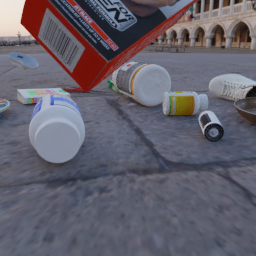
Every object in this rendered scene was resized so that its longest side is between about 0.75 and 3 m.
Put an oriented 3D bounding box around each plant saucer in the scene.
[{"bbox_3d":[4.683,-0.407,8.260,2.975,0.477,2.975,0,17,0],"label":"plant saucer"}]

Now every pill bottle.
[{"bbox_3d":[-1.517,-0.020,6.016,1.120,1.120,1.999,-4,19,-13],"label":"pill bottle"},{"bbox_3d":[1.825,-0.790,8.975,1.333,0.741,0.741,-1,18,-3],"label":"pill bottle"},{"bbox_3d":[0.409,-1.820,10.937,1.514,1.514,2.603,-8,20,-22],"label":"pill bottle"}]

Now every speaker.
[{"bbox_3d":[2.120,-0.070,7.203,0.489,0.489,1.203,2,19,7],"label":"speaker"}]

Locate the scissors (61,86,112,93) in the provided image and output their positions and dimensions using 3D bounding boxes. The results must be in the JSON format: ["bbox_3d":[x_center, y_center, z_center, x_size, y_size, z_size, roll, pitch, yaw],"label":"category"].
[{"bbox_3d":[-1.978,-1.662,12.696,2.670,0.186,0.977,16,21,37],"label":"scissors"}]

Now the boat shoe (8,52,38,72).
[{"bbox_3d":[-2.792,-1.701,7.559,0.979,0.417,0.362,21,53,19],"label":"boat shoe"}]

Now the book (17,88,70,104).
[{"bbox_3d":[-3.334,-1.254,11.102,1.776,0.427,1.186,-9,23,-32],"label":"book"}]

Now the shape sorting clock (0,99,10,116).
[{"bbox_3d":[-5.031,-0.595,8.798,2.487,0.488,2.487,0,18,0],"label":"shape sorting clock"}]

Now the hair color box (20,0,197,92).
[{"bbox_3d":[-0.067,-1.258,2.918,1.822,0.925,0.558,-47,5,-37],"label":"hair color box"}]

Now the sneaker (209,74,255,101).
[{"bbox_3d":[4.248,-1.479,10.660,2.772,1.009,1.173,17,22,39],"label":"sneaker"}]

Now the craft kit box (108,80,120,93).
[{"bbox_3d":[0.058,-2.076,13.572,1.731,0.425,1.753,-4,18,-19],"label":"craft kit box"}]
